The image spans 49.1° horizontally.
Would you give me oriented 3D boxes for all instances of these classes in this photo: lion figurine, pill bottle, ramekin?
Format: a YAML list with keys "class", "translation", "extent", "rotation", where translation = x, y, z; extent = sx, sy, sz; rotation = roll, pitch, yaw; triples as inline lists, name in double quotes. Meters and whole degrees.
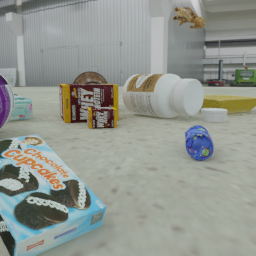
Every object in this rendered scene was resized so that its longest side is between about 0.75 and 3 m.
- class: "lion figurine"
  translation: [2.231, -3.800, 9.748]
  extent: [1.693, 0.614, 1.037]
  rotation: [-3, 25, -35]
- class: "pill bottle"
  translation: [1.198, -1.143, 9.877]
  extent: [1.518, 1.518, 2.655]
  rotation: [-9, 14, -43]
- class: "pill bottle"
  translation: [-3.455, -0.535, 6.036]
  extent: [1.686, 1.686, 2.999]
  rotation: [-2, 10, -13]
- class: "ramekin"
  translation: [2.767, -0.412, 9.041]
  extent: [0.830, 0.386, 0.830]
  rotation: [1, 10, 0]

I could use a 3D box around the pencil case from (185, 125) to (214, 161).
- class: "pencil case"
  translation: [1.279, 0.236, 5.157]
  extent: [0.507, 0.456, 1.168]
  rotation: [27, 13, 6]

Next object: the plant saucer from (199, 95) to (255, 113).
- class: "plant saucer"
  translation: [3.808, -1.021, 11.842]
  extent: [2.530, 0.613, 2.531]
  rotation: [-5, 11, -28]

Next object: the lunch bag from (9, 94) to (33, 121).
- class: "lunch bag"
  translation: [-4.271, -0.667, 9.236]
  extent: [1.691, 0.813, 2.109]
  rotation: [9, 13, 39]

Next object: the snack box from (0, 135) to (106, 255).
- class: "snack box"
  translation: [-0.969, 0.549, 2.748]
  extent: [0.830, 0.265, 1.429]
  rotation: [-10, 34, -43]

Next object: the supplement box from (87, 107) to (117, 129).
- class: "supplement box"
  translation: [-0.764, -0.307, 8.058]
  extent: [0.783, 0.520, 0.773]
  rotation: [-2, 10, -12]

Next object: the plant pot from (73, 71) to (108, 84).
- class: "plant pot"
  translation: [-1.627, -1.561, 12.375]
  extent: [1.704, 1.704, 1.687]
  rotation: [-2, 18, -9]

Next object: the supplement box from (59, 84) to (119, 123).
- class: "supplement box"
  translation: [-1.383, -0.905, 9.548]
  extent: [1.756, 1.166, 1.732]
  rotation: [-3, 11, -17]
